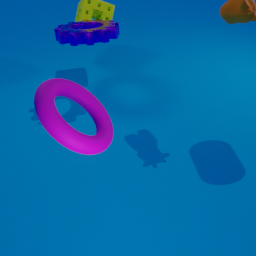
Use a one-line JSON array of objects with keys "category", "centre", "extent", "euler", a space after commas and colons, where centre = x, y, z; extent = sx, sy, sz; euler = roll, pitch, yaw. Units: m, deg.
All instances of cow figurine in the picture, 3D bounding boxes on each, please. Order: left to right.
[{"category": "cow figurine", "centre": [2.407, -2.978, 5.854], "extent": [0.820, 1.494, 1.470], "euler": [12, 31, -47]}]

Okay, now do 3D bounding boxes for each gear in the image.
[{"category": "gear", "centre": [-1.161, -2.766, 8.027], "extent": [1.795, 0.332, 1.795], "euler": [-3, 32, 2]}]

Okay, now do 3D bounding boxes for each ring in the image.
[{"category": "ring", "centre": [-0.615, -0.155, 3.357], "extent": [1.082, 0.216, 1.082], "euler": [35, 31, -25]}]

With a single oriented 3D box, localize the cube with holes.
[{"category": "cube with holes", "centre": [-1.175, -3.673, 9.475], "extent": [1.017, 1.017, 1.017], "euler": [10, 3, -23]}]
